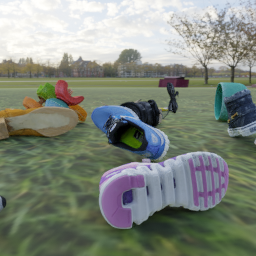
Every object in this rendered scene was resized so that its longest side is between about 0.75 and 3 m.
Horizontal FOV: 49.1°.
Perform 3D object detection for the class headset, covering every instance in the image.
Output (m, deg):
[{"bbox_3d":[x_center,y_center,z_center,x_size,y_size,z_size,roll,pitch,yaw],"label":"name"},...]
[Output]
[{"bbox_3d":[0.342,-0.542,8.012,2.488,1.169,1.536,-5,5,44],"label":"headset"}]

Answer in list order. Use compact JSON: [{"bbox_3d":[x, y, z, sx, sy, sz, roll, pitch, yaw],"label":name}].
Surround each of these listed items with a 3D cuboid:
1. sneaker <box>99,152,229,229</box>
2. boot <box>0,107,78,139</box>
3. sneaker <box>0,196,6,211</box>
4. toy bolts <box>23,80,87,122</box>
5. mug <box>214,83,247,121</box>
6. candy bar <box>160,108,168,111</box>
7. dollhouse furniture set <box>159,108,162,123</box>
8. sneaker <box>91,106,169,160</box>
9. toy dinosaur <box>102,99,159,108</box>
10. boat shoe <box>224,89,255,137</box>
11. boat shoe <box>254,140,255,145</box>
[{"bbox_3d":[0.378,0.604,3.186,1.633,0.657,0.722,-5,4,-23],"label":"sneaker"},{"bbox_3d":[-2.580,-0.271,7.397,2.234,0.786,1.599,-11,19,-23],"label":"boot"},{"bbox_3d":[-1.375,0.805,2.677,1.018,0.382,0.588,6,9,35],"label":"sneaker"},{"bbox_3d":[-2.155,-0.392,8.454,1.931,1.402,2.021,39,-20,-25],"label":"toy bolts"},{"bbox_3d":[3.595,-0.907,9.705,0.980,1.302,1.585,3,10,6],"label":"mug"},{"bbox_3d":[1.503,-0.835,12.697,1.162,0.129,0.290,-3,14,-21],"label":"candy bar"},{"bbox_3d":[0.592,-0.401,9.228,0.975,0.476,0.831,-4,10,-23],"label":"dollhouse furniture set"},{"bbox_3d":[-0.107,-0.023,5.103,1.775,0.697,0.791,27,5,39],"label":"sneaker"},{"bbox_3d":[0.260,-0.640,10.730,2.404,0.700,1.216,3,-8,-25],"label":"toy dinosaur"},{"bbox_3d":[2.636,-0.355,6.513,0.730,0.937,2.063,-23,-5,9],"label":"boat shoe"},{"bbox_3d":[3.753,0.082,5.237,2.513,0.871,0.890,2,12,24],"label":"boat shoe"}]
